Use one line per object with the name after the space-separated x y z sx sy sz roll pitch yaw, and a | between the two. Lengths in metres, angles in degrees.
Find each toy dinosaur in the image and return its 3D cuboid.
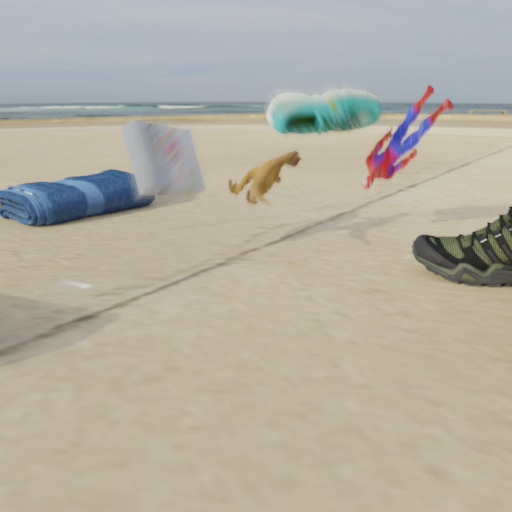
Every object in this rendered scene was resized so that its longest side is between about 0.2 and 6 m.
0.068 -1.412 10.366 1.268 0.721 2.387 -34 13 39 | toy dinosaur

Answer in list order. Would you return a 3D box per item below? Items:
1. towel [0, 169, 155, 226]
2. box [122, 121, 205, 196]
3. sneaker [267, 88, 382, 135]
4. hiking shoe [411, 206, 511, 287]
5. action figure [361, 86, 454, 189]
-4.421 -1.516 14.032 1.986 0.863 3.557 15 22 38 | towel
-1.578 -1.663 9.791 0.316 1.197 1.535 -17 -4 28 | box
1.231 -2.413 9.860 2.069 0.802 0.824 -7 37 -5 | sneaker
3.993 -0.291 8.823 2.956 1.488 1.120 7 18 23 | hiking shoe
2.739 -2.139 10.696 0.728 2.226 0.575 33 33 -7 | action figure
